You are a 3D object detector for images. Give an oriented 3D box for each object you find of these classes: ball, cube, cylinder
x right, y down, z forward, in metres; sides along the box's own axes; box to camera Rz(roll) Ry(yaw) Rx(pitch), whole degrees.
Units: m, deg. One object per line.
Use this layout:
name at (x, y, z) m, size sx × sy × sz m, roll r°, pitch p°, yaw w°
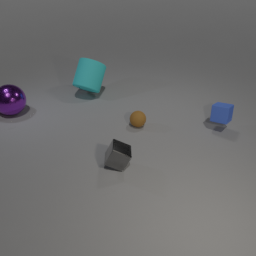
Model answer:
ball at (0.420, -0.385, 11.863) m, size 0.700 × 0.700 × 0.700 m, roll 0°, pitch 31°, yaw 0°
cube at (-0.340, 0.925, 9.529) m, size 0.700 × 0.700 × 0.700 m, roll 23°, pitch 28°, yaw -15°
ball at (-5.323, -1.261, 12.624) m, size 1.400 × 1.400 × 1.400 m, roll 0°, pitch 31°, yaw 0°
cube at (3.842, -0.616, 11.448) m, size 0.700 × 0.700 × 0.700 m, roll 15°, pitch 23°, yaw 32°
cylinder at (-1.944, -2.637, 14.131) m, size 1.400 × 1.400 × 1.400 m, roll 16°, pitch -1°, yaw 0°
